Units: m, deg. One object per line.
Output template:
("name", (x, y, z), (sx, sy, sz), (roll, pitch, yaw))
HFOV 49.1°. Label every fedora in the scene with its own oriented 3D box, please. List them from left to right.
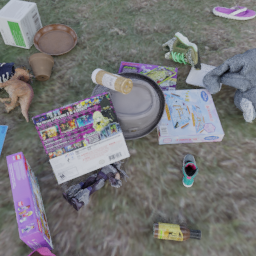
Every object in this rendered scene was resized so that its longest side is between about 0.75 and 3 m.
("fedora", (-0.087, -0.827, 9.475), (2.745, 1.239, 2.428), (1, 85, 5))

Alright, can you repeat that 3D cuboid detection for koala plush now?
("koala plush", (4.444, -1.436, 10.367), (2.109, 2.185, 2.378), (-15, 77, -32))

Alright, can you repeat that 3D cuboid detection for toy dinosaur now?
("toy dinosaur", (-4.129, -1.500, 10.821), (1.682, 1.065, 2.481), (-29, 67, -23))

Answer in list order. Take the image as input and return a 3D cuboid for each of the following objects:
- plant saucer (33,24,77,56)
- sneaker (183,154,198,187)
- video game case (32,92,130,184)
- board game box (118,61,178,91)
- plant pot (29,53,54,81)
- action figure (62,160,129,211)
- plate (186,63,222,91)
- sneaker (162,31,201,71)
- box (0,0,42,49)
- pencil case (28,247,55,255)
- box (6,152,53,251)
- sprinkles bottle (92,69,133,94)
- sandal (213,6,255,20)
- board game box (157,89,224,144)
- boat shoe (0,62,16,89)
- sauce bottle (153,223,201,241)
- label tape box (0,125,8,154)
("plant saucer", (-3.374, -4.072, 13.127), (2.000, 0.344, 2.000), (2, 60, -3))
("sneaker", (1.993, 1.230, 9.047), (0.491, 0.709, 1.174), (7, 53, 5))
("video game case", (-1.344, 0.281, 8.410), (2.346, 2.127, 0.420), (-21, 14, -11))
("board game box", (0.801, -2.086, 11.782), (2.472, 0.399, 1.484), (8, 58, 6))
("plant pot", (-3.622, -2.496, 11.769), (1.031, 1.031, 0.899), (-7, 70, -5))
("action figure", (-0.928, 1.607, 8.718), (1.427, 0.761, 2.193), (24, 50, 39))
("plate", (3.302, -2.150, 11.880), (1.420, 0.230, 1.424), (17, 55, 14))
("sneaker", (2.291, -3.157, 12.209), (1.243, 1.079, 2.806), (-25, 39, 4))
("box", (-5.028, -4.857, 13.091), (1.324, 1.538, 1.546), (14, 54, 11))
("pencil case", (-1.548, 4.249, 6.463), (2.881, 1.307, 1.349), (33, 26, 24))
("box", (-2.743, 2.089, 7.819), (0.471, 1.648, 2.408), (-18, 55, -13))
("sprinkles bottle", (-0.507, -1.443, 8.632), (1.421, 0.485, 0.485), (26, 56, 38))
("sandal", (5.631, -6.133, 14.673), (2.236, 0.549, 0.910), (5, 53, 3))
("board game box", (2.152, -0.482, 10.479), (2.260, 0.466, 2.266), (-2, 53, -2))
("boat shoe", (-5.200, -1.947, 11.363), (0.979, 0.789, 2.112), (-5, 52, 5))
("sauce bottle", (1.381, 2.953, 7.932), (1.342, 0.434, 0.434), (4, 53, 4))
("label tape box", (-5.202, 0.703, 9.462), (2.153, 0.712, 1.543), (-1, 54, -3))
